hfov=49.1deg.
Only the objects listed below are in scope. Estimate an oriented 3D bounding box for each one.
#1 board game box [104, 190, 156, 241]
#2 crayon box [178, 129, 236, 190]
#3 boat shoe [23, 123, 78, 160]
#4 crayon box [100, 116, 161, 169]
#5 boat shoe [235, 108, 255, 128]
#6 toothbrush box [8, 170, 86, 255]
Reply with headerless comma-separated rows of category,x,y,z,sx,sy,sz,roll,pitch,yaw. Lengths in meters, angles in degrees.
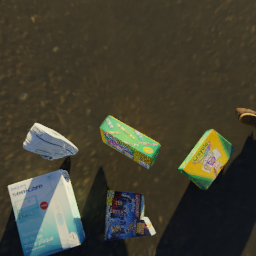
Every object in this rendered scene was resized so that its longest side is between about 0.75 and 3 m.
board game box,0.076,2.338,7.322,1.301,0.401,1.302,1,81,21
crayon box,2.158,0.856,7.684,0.858,0.421,1.445,40,78,-1
boat shoe,-1.944,0.458,7.071,0.756,2.055,0.671,35,85,23
crayon box,0.040,0.396,7.382,1.567,0.930,0.456,30,68,13
boat shoe,3.672,-0.232,7.932,1.364,0.480,0.480,22,119,-16
toothbrush box,-2.098,2.227,7.358,1.429,0.833,1.952,-16,79,-3
